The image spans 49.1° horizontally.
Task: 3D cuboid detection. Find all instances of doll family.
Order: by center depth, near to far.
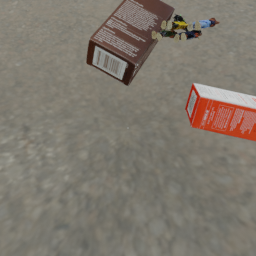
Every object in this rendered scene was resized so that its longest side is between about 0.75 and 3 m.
[{"bbox_3d":[1.244,-2.130,6.009,1.434,0.563,0.829,24,31,37],"label":"doll family"}]

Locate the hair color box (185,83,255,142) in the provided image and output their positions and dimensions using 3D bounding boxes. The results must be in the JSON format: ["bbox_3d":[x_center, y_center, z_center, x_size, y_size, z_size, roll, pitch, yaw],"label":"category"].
[{"bbox_3d":[2.230,-0.247,5.388,2.075,0.635,1.053,12,23,0],"label":"hair color box"}]

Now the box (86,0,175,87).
[{"bbox_3d":[0.088,-2.303,6.905,1.211,0.906,2.418,30,60,3],"label":"box"}]
